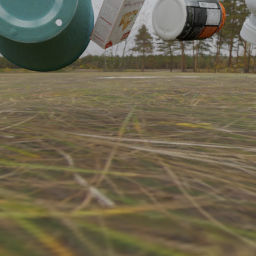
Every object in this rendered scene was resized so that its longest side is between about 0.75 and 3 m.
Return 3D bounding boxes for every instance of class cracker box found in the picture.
[{"bbox_3d":[-0.127,-2.849,6.641,0.515,1.786,1.196,37,39,7],"label":"cracker box"}]

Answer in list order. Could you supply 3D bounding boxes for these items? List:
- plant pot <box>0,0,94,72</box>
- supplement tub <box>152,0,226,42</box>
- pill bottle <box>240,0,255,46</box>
[{"bbox_3d":[-2.126,-2.786,6.313,2.921,2.921,2.745,-3,10,-11],"label":"plant pot"},{"bbox_3d":[1.752,-3.083,7.804,2.055,1.259,1.259,-18,22,-40],"label":"supplement tub"},{"bbox_3d":[3.167,-2.902,5.314,1.457,2.602,1.457,6,39,-5],"label":"pill bottle"}]
